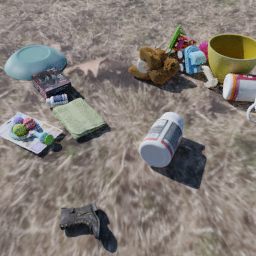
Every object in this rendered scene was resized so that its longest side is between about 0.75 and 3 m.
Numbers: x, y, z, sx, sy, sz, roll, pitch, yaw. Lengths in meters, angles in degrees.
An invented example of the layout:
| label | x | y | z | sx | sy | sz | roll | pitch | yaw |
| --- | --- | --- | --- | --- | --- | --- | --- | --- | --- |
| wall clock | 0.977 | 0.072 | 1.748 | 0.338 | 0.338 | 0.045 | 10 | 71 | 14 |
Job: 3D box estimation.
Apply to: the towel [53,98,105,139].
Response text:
| label | x | y | z | sx | sy | sz | roll | pitch | yaw |
| --- | --- | --- | --- | --- | --- | --- | --- | --- | --- |
| towel | -1.831 | -0.415 | 10.405 | 1.400 | 0.344 | 1.887 | -27 | 50 | -27 |

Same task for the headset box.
| label | x | y | z | sx | sy | sz | roll | pitch | yaw |
| --- | --- | --- | --- | --- | --- | --- | --- | --- | --- |
| headset box | -3.120 | -1.779 | 11.629 | 1.156 | 0.600 | 1.553 | -28 | 50 | -26 |

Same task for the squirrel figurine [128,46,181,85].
| label | x | y | z | sx | sy | sz | roll | pitch | yaw |
| --- | --- | --- | --- | --- | --- | --- | --- | --- | --- |
| squirrel figurine | 1.356 | -2.828 | 12.451 | 1.941 | 1.374 | 1.812 | 39 | 44 | 16 |

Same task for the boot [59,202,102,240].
| label | x | y | z | sx | sy | sz | roll | pitch | yaw |
| --- | --- | --- | --- | --- | --- | --- | --- | --- | --- |
| boot | -1.269 | 2.519 | 7.385 | 1.052 | 0.418 | 1.209 | -13 | 38 | -9 |

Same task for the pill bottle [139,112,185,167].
| label | x | y | z | sx | sy | sz | roll | pitch | yaw |
| --- | --- | --- | --- | --- | --- | --- | --- | --- | --- |
| pill bottle | 1.173 | 0.321 | 9.112 | 1.051 | 1.051 | 1.814 | 19 | 44 | 19 |

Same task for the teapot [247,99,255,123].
| label | x | y | z | sx | sy | sz | roll | pitch | yaw |
| --- | --- | --- | --- | --- | --- | --- | --- | --- | --- |
| teapot | 5.279 | -0.603 | 10.112 | 1.521 | 1.111 | 1.502 | 12 | 12 | 36 |

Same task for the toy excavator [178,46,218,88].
| label | x | y | z | sx | sy | sz | roll | pitch | yaw |
| --- | --- | --- | --- | --- | --- | --- | --- | --- | --- |
| toy excavator | 3.088 | -2.701 | 12.234 | 0.907 | 1.766 | 1.816 | -16 | 18 | -21 |

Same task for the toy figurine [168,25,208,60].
| label | x | y | z | sx | sy | sz | roll | pitch | yaw |
| --- | --- | --- | --- | --- | --- | --- | --- | --- | --- |
| toy figurine | 3.073 | -3.878 | 13.584 | 1.884 | 1.537 | 2.047 | 26 | 23 | 6 |

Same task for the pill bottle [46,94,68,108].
| label | x | y | z | sx | sy | sz | roll | pitch | yaw |
| --- | --- | --- | --- | --- | --- | --- | --- | --- | --- |
| pill bottle | -2.771 | -1.044 | 10.981 | 0.798 | 0.443 | 0.443 | -11 | 45 | -12 |

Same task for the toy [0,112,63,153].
| label | x | y | z | sx | sy | sz | roll | pitch | yaw |
| --- | --- | --- | --- | --- | --- | --- | --- | --- | --- |
| toy | -3.568 | -0.010 | 9.865 | 2.206 | 0.521 | 1.270 | 22 | 48 | 21 |

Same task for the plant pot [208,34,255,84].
| label | x | y | z | sx | sy | sz | roll | pitch | yaw |
| --- | --- | --- | --- | --- | --- | --- | --- | --- | --- |
| plant pot | 4.425 | -2.819 | 12.007 | 2.203 | 1.563 | 2.203 | 0 | 45 | 0 |

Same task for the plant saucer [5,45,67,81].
| label | x | y | z | sx | sy | sz | roll | pitch | yaw |
| --- | --- | --- | --- | --- | --- | --- | --- | --- | --- |
| plant saucer | -4.398 | -3.285 | 13.233 | 2.897 | 0.558 | 2.897 | 0 | 43 | 0 |

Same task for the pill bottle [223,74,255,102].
| label | x | y | z | sx | sy | sz | roll | pitch | yaw |
| --- | --- | --- | --- | --- | --- | --- | --- | --- | --- |
| pill bottle | 4.845 | -1.566 | 11.094 | 1.894 | 1.038 | 1.038 | 5 | 44 | 5 |
